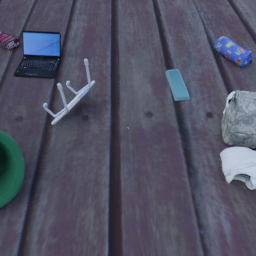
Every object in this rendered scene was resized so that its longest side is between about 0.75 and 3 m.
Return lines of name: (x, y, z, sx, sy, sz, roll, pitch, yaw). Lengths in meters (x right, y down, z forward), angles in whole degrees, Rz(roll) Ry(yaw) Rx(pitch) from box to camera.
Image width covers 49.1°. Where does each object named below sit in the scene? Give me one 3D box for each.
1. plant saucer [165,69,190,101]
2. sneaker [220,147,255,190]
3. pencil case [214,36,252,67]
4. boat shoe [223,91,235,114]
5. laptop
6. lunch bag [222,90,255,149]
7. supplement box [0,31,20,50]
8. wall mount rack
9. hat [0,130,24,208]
plant saucer: (1.926, -1.723, 10.899, 0.602, 0.163, 1.723, -6, 49, -5)
sneaker: (3.942, 1.221, 8.046, 2.473, 0.926, 1.232, 1, 60, 9)
pencil case: (4.457, -3.242, 11.829, 0.729, 0.655, 1.679, -45, 59, 4)
boat shoe: (3.773, -0.942, 10.038, 0.450, 0.441, 1.272, 19, 52, 15)
laptop: (-3.702, -3.033, 11.473, 1.667, 0.972, 1.881, 4, 50, 4)
lunch bag: (4.093, -0.344, 8.707, 2.009, 1.685, 1.400, 8, 50, 7)
supplement box: (-5.562, -3.939, 12.641, 1.157, 0.352, 0.630, 24, 53, 20)
wall mount rack: (-1.923, -1.223, 9.366, 0.854, 1.991, 2.291, 45, 57, -14)
hat: (-4.194, 1.066, 8.491, 2.169, 2.305, 2.618, -10, 86, -15)
